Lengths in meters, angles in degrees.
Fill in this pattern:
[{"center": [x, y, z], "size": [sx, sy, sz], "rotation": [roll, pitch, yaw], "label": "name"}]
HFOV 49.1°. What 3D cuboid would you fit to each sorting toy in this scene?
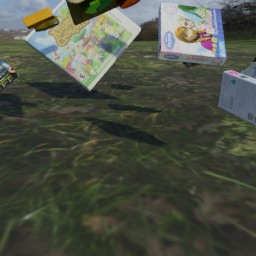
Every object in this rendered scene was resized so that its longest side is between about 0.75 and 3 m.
[{"center": [-0.574, -2.064, 4.781], "size": [2.248, 0.301, 1.675], "rotation": [-25, 12, -3], "label": "sorting toy"}]

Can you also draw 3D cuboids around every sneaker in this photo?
[{"center": [3.693, -1.615, 7.864], "size": [0.606, 1.673, 0.601], "rotation": [25, 63, -7], "label": "sneaker"}]

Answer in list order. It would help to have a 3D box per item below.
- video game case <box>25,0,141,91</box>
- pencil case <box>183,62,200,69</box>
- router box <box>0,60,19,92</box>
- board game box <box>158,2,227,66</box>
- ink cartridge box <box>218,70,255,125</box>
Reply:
[{"center": [-1.199, -2.585, 7.787], "size": [2.198, 2.414, 0.266], "rotation": [38, -14, 0], "label": "video game case"}, {"center": [2.952, -2.914, 11.718], "size": [0.669, 0.582, 1.495], "rotation": [1, -2, -28], "label": "pencil case"}, {"center": [-2.878, -1.056, 5.990], "size": [0.629, 0.261, 0.840], "rotation": [30, 68, 26], "label": "router box"}, {"center": [2.104, -3.179, 9.416], "size": [2.154, 0.444, 2.160], "rotation": [4, 65, -4], "label": "board game box"}, {"center": [2.695, -0.633, 6.210], "size": [0.320, 0.909, 1.524], "rotation": [-16, 33, -22], "label": "ink cartridge box"}]
